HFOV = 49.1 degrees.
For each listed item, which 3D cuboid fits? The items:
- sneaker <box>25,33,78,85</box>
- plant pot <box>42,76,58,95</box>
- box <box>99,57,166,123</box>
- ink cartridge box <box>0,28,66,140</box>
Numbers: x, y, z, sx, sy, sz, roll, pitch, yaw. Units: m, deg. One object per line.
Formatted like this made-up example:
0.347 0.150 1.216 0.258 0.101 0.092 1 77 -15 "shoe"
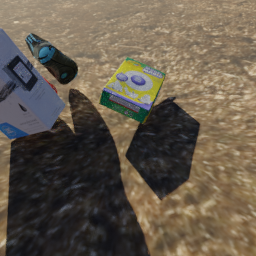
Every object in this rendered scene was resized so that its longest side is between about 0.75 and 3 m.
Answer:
-2.269 -2.121 8.652 0.825 2.253 0.923 -44 70 -3 "sneaker"
-2.708 -1.023 8.231 1.012 1.111 1.111 28 47 28 "plant pot"
0.264 -1.300 8.516 1.441 0.594 2.456 24 41 3 "box"
-3.088 -1.118 6.586 1.678 2.898 0.966 -12 39 34 "ink cartridge box"
